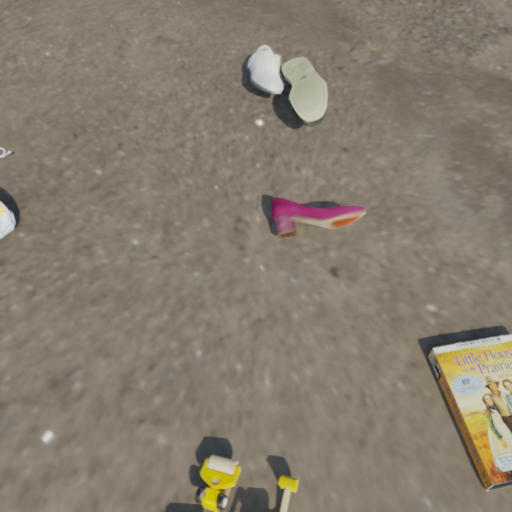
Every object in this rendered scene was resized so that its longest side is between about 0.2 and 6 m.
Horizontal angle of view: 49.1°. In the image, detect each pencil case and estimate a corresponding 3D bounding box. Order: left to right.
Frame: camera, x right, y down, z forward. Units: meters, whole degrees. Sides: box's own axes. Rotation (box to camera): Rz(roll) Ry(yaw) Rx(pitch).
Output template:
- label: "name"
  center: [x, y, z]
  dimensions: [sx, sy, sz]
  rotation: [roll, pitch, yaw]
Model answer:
- label: "pencil case"
  center: [-5.252, -0.103, 9.541]
  dimensions: [1.072, 0.982, 2.363]
  rotation: [19, 53, 18]

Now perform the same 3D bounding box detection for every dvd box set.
- label: "dvd box set"
  center: [3.618, 2.175, 8.126]
  dimensions: [1.528, 0.307, 2.088]
  rotation: [-7, 51, -7]

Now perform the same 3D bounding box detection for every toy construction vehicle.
- label: "toy construction vehicle"
  center: [-0.313, 3.466, 6.999]
  dimensions: [1.478, 0.598, 1.697]
  rotation: [4, 47, 18]

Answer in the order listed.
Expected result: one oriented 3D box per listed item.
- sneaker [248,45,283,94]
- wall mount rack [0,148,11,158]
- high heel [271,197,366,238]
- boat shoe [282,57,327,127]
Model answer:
- label: "sneaker"
  center: [0.246, -4.261, 12.625]
  dimensions: [0.664, 0.644, 1.818]
  rotation: [14, 33, -30]
- label: "wall mount rack"
  center: [-5.504, -1.971, 11.454]
  dimensions: [0.880, 0.378, 1.013]
  rotation: [24, 56, 18]
- label: "high heel"
  center: [1.085, -0.868, 9.992]
  dimensions: [1.642, 0.554, 0.789]
  rotation: [-11, 71, 6]
- label: "boat shoe"
  center: [1.105, -3.428, 12.076]
  dimensions: [0.821, 0.773, 2.286]
  rotation: [-15, 45, 5]
